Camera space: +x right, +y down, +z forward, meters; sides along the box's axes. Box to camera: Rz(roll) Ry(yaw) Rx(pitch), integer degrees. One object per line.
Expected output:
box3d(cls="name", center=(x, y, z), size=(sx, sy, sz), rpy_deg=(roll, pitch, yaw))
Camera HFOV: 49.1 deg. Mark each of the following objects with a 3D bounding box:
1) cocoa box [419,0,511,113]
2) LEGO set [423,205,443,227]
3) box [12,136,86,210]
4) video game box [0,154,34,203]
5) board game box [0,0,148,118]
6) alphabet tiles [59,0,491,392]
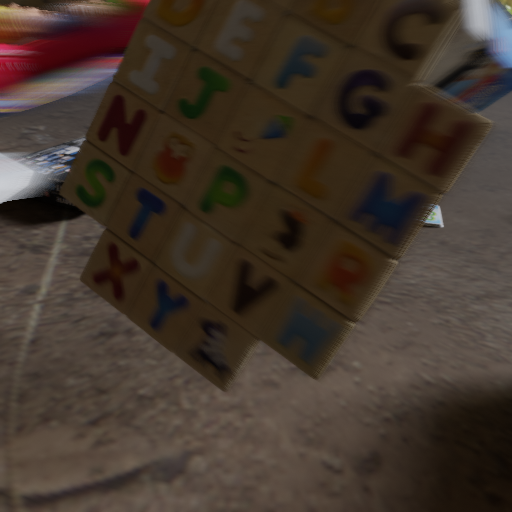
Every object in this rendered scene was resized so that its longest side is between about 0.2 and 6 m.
box3d(cls="cocoa box", center=(2.654, -2.717, 7.305), size=(1.055, 1.072, 1.608), rpy_deg=(33, 48, -24))
box3d(cls="LEGO set", center=(2.640, -1.554, 11.303), size=(2.164, 0.711, 2.897), rpy_deg=(9, 30, 10))
box3d(cls="box", center=(-3.564, -1.803, 11.771), size=(2.531, 0.634, 2.550), rpy_deg=(16, 32, 27))
box3d(cls="video game box", center=(-2.893, -0.870, 5.635), size=(0.917, 0.236, 1.006), rpy_deg=(31, 21, -9))
box3d(cls="board game box", center=(-2.475, -2.729, 6.848), size=(3.778, 0.931, 4.782), rpy_deg=(7, 37, 39))
box3d(cls="alphabet tiles", center=(-0.077, -0.637, 3.850), size=(2.465, 2.962, 0.094), rpy_deg=(35, 16, 15))
